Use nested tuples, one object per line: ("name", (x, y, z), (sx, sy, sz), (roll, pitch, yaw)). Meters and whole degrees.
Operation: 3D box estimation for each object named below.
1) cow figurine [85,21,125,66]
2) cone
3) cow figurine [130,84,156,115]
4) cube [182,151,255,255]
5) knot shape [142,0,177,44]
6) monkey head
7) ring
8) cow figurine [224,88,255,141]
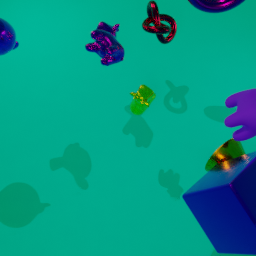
("cow figurine", (-0.471, -2.174, 7.194), (1.316, 0.723, 1.295), (47, 39, 15))
("cone", (2.368, 0.901, 5.923), (1.021, 1.021, 1.025), (-32, 56, -14))
("cow figurine", (0.276, -0.576, 6.106), (0.493, 0.899, 0.884), (36, 38, 5))
("cube", (2.002, 1.304, 4.933), (1.243, 1.243, 1.243), (-30, 86, -34))
("knot shape", (0.827, -2.986, 7.817), (1.240, 0.573, 1.161), (-13, 75, -52))
("monkey head", (-2.909, -1.835, 5.786), (1.108, 1.540, 0.928), (-40, 100, 9))
("ring", (2.096, -3.402, 6.377), (1.700, 1.700, 0.340), (6, 57, 3))
("cow figurine", (2.566, -0.483, 5.199), (0.795, 1.425, 1.448), (52, 37, -20))
